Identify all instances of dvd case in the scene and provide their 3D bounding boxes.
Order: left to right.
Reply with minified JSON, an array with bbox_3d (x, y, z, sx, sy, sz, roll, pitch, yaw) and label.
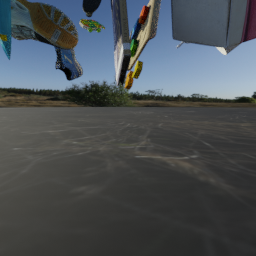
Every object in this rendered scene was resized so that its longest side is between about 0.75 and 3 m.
[{"bbox_3d":[-0.214,-2.400,6.434,0.194,2.423,1.802,-4,-10,-7],"label":"dvd case"}]

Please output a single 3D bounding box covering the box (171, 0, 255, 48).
[{"bbox_3d":[2.280,-2.644,5.855,2.409,1.312,1.540,-23,33,-27],"label":"box"}]

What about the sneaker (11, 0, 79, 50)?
[{"bbox_3d":[-2.811,-3.039,8.247,2.817,1.066,1.235,27,-28,-11],"label":"sneaker"}]

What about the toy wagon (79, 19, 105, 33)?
[{"bbox_3d":[-1.441,-4.262,11.625,1.123,0.222,0.871,-11,49,-34],"label":"toy wagon"}]

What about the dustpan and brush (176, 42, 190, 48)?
[{"bbox_3d":[2.550,-3.913,12.322,1.098,0.766,0.314,-39,-18,-5],"label":"dustpan and brush"}]

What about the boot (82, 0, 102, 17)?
[{"bbox_3d":[-1.056,-3.590,8.217,0.478,1.413,0.923,16,-31,-10],"label":"boot"}]

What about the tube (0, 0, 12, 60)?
[{"bbox_3d":[-2.938,-2.661,6.477,0.520,2.064,0.799,-13,52,-26],"label":"tube"}]

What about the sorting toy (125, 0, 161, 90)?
[{"bbox_3d":[0.358,-2.966,9.739,0.398,2.972,2.214,17,-24,-17],"label":"sorting toy"}]

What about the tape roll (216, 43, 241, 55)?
[{"bbox_3d":[3.099,-3.166,8.881,0.969,1.411,1.411,-37,-5,15],"label":"tape roll"}]

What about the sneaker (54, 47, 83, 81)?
[{"bbox_3d":[-2.180,-2.361,9.561,0.651,1.656,0.738,4,39,46],"label":"sneaker"}]
